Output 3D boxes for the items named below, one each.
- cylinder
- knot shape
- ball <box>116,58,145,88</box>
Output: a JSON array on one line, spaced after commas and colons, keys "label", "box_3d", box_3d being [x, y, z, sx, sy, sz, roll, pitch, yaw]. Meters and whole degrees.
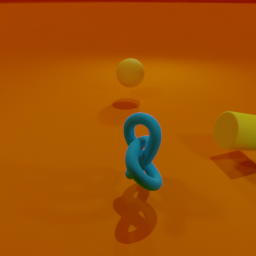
[{"label": "cylinder", "box_3d": [2.524, 0.084, 6.303, 0.834, 0.834, 0.834, 6, 23, -20]}, {"label": "knot shape", "box_3d": [0.249, 0.499, 5.065, 0.631, 1.279, 1.366, -2, 69, -2]}, {"label": "ball", "box_3d": [0.083, -1.878, 9.599, 0.986, 0.986, 0.986, 0, 26, 0]}]
